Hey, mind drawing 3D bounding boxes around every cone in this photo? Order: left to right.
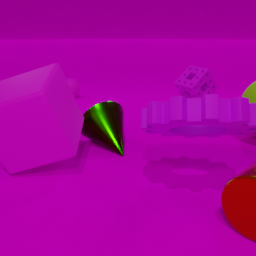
[{"bbox_3d":[-0.334,0.192,5.840,1.079,1.079,1.083,-11,49,-29],"label":"cone"}]

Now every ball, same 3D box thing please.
[{"bbox_3d":[-2.113,-1.451,10.235,0.731,0.731,0.731,0,19,0],"label":"ball"},{"bbox_3d":[3.114,-0.438,6.004,1.352,1.352,1.352,0,19,0],"label":"ball"}]

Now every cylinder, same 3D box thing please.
[{"bbox_3d":[1.716,0.848,3.466,0.818,0.818,0.818,18,26,42],"label":"cylinder"}]

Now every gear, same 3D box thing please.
[{"bbox_3d":[1.005,-0.112,4.014,1.617,0.299,1.617,2,-9,0],"label":"gear"}]

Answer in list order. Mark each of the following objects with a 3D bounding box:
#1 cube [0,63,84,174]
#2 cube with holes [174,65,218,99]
[{"bbox_3d":[-1.608,-0.185,4.814,1.236,1.236,1.236,-15,32,8],"label":"cube"},{"bbox_3d":[2.235,-1.409,9.246,0.855,0.855,0.855,-48,37,-9],"label":"cube with holes"}]
